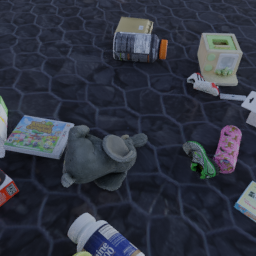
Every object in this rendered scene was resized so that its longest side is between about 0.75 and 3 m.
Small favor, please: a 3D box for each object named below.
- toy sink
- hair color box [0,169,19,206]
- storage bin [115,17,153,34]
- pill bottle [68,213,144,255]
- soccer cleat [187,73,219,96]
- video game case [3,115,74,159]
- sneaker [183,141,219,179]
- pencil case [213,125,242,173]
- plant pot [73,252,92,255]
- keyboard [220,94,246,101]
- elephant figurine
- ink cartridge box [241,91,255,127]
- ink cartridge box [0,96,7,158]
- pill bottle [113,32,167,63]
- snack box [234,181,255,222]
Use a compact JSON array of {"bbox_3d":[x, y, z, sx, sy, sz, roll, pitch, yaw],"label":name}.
[{"bbox_3d":[4.226,-3.240,12.915,1.565,1.345,2.401,3,49,2],"label":"toy sink"},{"bbox_3d":[-4.714,2.242,8.494,1.195,0.721,2.355,30,55,25],"label":"hair color box"},{"bbox_3d":[0.305,-4.985,14.811,1.797,0.848,1.810,9,49,7],"label":"storage bin"},{"bbox_3d":[-0.631,3.185,7.406,1.980,1.099,1.099,33,56,25],"label":"pill bottle"},{"bbox_3d":[3.273,-1.841,12.261,0.706,0.569,1.658,-29,51,-12],"label":"soccer cleat"},{"bbox_3d":[-3.158,0.280,10.144,1.982,0.219,1.804,10,39,2],"label":"video game case"},{"bbox_3d":[2.322,1.034,9.439,0.689,0.631,1.617,-16,41,-19],"label":"sneaker"},{"bbox_3d":[3.492,0.720,9.834,0.736,0.770,1.779,3,44,31],"label":"pencil case"},{"bbox_3d":[-2.206,4.128,5.761,2.649,2.881,2.881,-6,48,11],"label":"plant pot"},{"bbox_3d":[4.548,-1.328,12.108,1.113,0.059,0.313,7,44,5],"label":"keyboard"},{"bbox_3d":[-0.560,0.925,9.059,2.878,2.036,2.233,9,76,-12],"label":"elephant figurine"},{"bbox_3d":[5.515,-0.495,10.929,2.070,0.691,1.199,31,55,25],"label":"ink cartridge box"},{"bbox_3d":[-5.358,0.011,10.375,1.473,0.846,2.514,-12,50,-10],"label":"ink cartridge box"},{"bbox_3d":[0.617,-3.861,13.489,2.513,1.335,1.335,6,49,5],"label":"pill bottle"},{"bbox_3d":[4.314,2.540,8.487,1.813,0.336,1.053,35,57,27],"label":"snack box"}]
